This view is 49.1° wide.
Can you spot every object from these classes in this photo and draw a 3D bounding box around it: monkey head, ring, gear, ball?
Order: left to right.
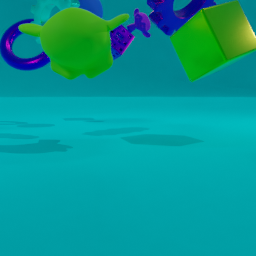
[{"bbox_3d":[-3.108,-2.661,8.874,1.910,1.910,0.382,0,-21,2],"label":"ring"},{"bbox_3d":[-1.510,-2.223,5.902,1.348,1.348,0.249,5,19,34],"label":"gear"},{"bbox_3d":[-0.817,-1.527,4.795,1.820,1.096,1.309,-2,37,9],"label":"monkey head"},{"bbox_3d":[-1.242,-3.280,7.882,1.075,1.075,1.075,0,7,0],"label":"ball"},{"bbox_3d":[0.358,-3.416,9.249,0.740,1.029,0.620,-24,10,20],"label":"monkey head"},{"bbox_3d":[1.392,-3.161,6.574,2.006,2.006,0.371,-6,50,-42],"label":"gear"}]

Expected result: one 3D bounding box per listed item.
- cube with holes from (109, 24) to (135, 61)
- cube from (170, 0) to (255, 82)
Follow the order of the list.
[{"bbox_3d":[-0.499,-3.165,10.184,0.899,0.899,0.899,37,-13,-19],"label":"cube with holes"},{"bbox_3d":[1.687,-1.691,5.548,1.049,1.049,1.049,-25,-1,-28],"label":"cube"}]
